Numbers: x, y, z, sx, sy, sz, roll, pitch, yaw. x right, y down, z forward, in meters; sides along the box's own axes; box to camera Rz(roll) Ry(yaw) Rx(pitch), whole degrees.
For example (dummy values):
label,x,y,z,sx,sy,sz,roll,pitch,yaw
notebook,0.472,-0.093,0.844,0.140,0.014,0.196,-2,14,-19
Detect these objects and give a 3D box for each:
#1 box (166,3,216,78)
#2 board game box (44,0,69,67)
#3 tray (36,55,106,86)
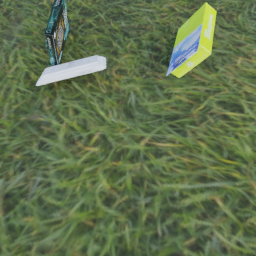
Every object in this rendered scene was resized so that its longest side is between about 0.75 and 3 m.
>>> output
label,x,y,z,sx,sy,sz,roll,pitch,yaw
box,2.162,-2.870,9.467,0.601,1.539,2.524,30,56,-19
board game box,-2.482,-3.436,9.914,0.319,1.533,2.267,4,58,-3
tray,-1.863,-1.968,9.242,2.301,0.255,1.236,-13,29,3
